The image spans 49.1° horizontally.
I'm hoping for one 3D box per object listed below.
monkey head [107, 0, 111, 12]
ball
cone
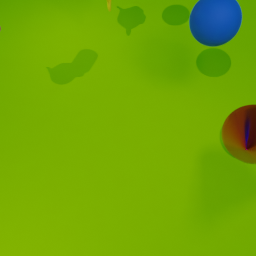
[{"bbox_3d":[-0.638,-4.313,8.257,0.989,1.181,1.641,-28,102,-7],"label":"monkey head"},{"bbox_3d":[1.984,-2.454,6.391,1.148,1.148,1.148,0,64,0],"label":"ball"},{"bbox_3d":[2.483,0.271,5.697,1.364,1.364,1.369,38,26,17],"label":"cone"}]
